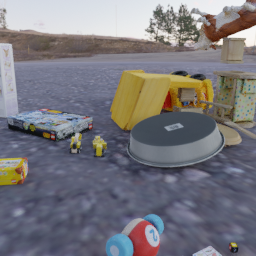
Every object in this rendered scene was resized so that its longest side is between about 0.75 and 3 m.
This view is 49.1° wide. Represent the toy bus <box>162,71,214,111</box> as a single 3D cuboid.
[{"bbox_3d":[2.086,-1.347,11.771,2.173,1.536,2.263,-27,31,-30],"label":"toy bus"}]

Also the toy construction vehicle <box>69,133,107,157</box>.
[{"bbox_3d":[-1.041,0.395,7.472,0.963,0.389,1.106,0,16,1],"label":"toy construction vehicle"}]

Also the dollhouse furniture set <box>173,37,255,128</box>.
[{"bbox_3d":[3.034,-1.555,9.528,2.618,2.961,1.646,-5,17,-18],"label":"dollhouse furniture set"}]

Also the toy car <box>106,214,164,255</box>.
[{"bbox_3d":[0.295,1.545,3.085,0.915,0.809,0.843,25,16,30],"label":"toy car"}]

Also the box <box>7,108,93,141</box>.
[{"bbox_3d":[-2.564,-0.168,9.222,2.345,0.468,1.606,11,20,33],"label":"box"}]

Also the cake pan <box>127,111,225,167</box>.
[{"bbox_3d":[1.184,0.171,7.279,2.531,0.464,2.531,-9,23,4],"label":"cake pan"}]

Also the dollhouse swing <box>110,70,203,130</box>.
[{"bbox_3d":[0.962,-0.979,9.984,2.259,2.335,2.569,15,11,-22],"label":"dollhouse swing"}]

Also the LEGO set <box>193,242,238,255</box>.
[{"bbox_3d":[1.099,1.692,3.363,1.095,0.269,0.818,-9,22,-29],"label":"LEGO set"}]

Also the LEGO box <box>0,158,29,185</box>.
[{"bbox_3d":[-2.603,0.904,5.844,0.871,0.336,0.649,-2,17,-7],"label":"LEGO box"}]

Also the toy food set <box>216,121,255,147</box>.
[{"bbox_3d":[2.516,0.231,8.176,2.217,0.445,1.531,-1,23,-21],"label":"toy food set"}]

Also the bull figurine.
[{"bbox_3d":[3.338,-3.720,9.860,1.799,0.965,2.963,17,-22,-38],"label":"bull figurine"}]

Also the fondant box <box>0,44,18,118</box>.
[{"bbox_3d":[-5.461,-1.875,10.948,1.993,2.763,0.805,6,18,16],"label":"fondant box"}]
